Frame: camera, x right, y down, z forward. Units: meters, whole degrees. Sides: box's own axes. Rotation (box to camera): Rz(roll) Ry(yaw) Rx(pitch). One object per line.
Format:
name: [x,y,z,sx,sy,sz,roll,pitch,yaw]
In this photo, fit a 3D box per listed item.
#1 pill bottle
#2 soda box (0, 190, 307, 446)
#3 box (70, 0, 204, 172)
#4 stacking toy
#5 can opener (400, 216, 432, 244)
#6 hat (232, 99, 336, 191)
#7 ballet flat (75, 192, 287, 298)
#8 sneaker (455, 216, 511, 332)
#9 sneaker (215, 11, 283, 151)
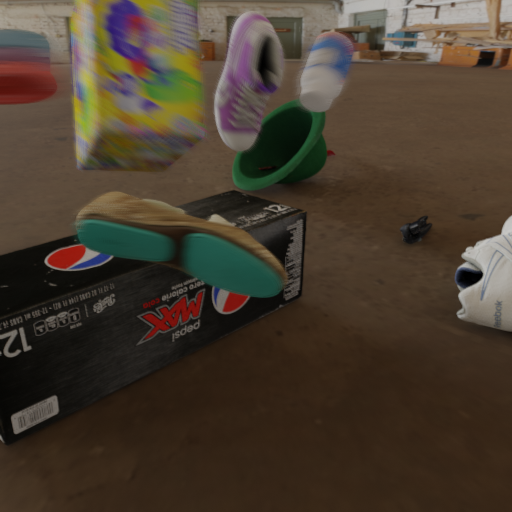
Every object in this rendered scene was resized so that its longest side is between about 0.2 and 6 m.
pill bottle: [1.069,-2.833,8.706,0.649,0.649,1.157,11,68,22]
soda box: [-1.427,0.423,7.243,4.598,1.456,1.627,-21,30,-40]
box: [-2.070,-2.995,9.307,1.649,2.703,2.603,-2,-4,-24]
stacking toy: [-3.043,-1.913,5.594,1.744,0.737,1.579,-13,-2,22]
can opener: [3.122,-0.503,10.719,0.502,0.405,1.278,-17,2,34]
hat: [1.391,-2.185,14.449,2.696,2.865,3.254,17,70,51]
ballet flat: [-0.641,-0.190,5.265,2.019,0.712,0.659,18,43,-2]
sneaker: [3.804,0.075,8.474,1.423,1.217,3.266,5,23,22]
sneaker: [-0.140,-3.022,10.582,0.985,2.719,1.550,-5,39,-16]
